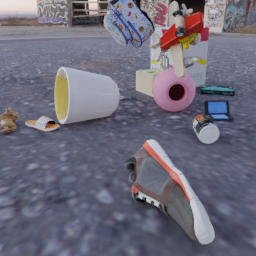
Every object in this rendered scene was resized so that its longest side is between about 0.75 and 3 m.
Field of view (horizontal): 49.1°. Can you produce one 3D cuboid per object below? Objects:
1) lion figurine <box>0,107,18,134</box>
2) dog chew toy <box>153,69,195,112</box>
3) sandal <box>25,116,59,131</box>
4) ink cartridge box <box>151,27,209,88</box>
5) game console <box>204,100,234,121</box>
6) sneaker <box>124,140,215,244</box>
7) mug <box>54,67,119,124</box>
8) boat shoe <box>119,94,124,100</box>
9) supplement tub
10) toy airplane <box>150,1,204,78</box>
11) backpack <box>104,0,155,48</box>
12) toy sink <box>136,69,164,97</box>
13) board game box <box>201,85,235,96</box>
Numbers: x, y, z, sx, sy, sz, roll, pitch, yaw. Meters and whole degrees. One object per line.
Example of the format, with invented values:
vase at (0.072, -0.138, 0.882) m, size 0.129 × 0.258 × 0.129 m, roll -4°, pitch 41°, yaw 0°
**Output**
lion figurine at (-3.964, -0.145, 9.200) m, size 0.885 × 0.524 × 1.446 m, roll -5°, pitch 36°, yaw -32°
dog chew toy at (1.717, -1.620, 11.351) m, size 1.628 × 1.628 × 2.615 m, roll -1°, pitch 16°, yaw -3°
sandal at (-2.912, -0.196, 9.317) m, size 1.332 × 0.382 × 0.510 m, roll 10°, pitch 24°, yaw 23°
ink cartridge box at (2.530, -3.551, 14.162) m, size 2.108 × 2.915 × 2.118 m, roll -14°, pitch 26°, yaw -24°
game console at (3.300, -0.635, 10.170) m, size 0.931 × 0.551 × 0.795 m, roll -1°, pitch 22°, yaw -1°
sneaker at (0.650, 1.290, 5.412) m, size 1.081 × 1.017 × 2.639 m, roll -33°, pitch 31°, yaw 0°
mug at (-1.506, -1.227, 10.058) m, size 1.958 × 1.911 × 2.386 m, roll -3°, pitch 28°, yaw -28°
boat shoe at (-0.539, -1.439, 12.488) m, size 0.821 × 0.263 × 0.302 m, roll 15°, pitch 27°, yaw 31°
supplement tub at (2.327, 0.007, 8.509) m, size 0.634 × 0.634 × 1.035 m, roll 0°, pitch 22°, yaw 0°
toy airplane at (1.609, -2.788, 8.778) m, size 1.369 × 1.941 × 1.932 m, roll 0°, pitch 33°, yaw -24°
backpack at (0.036, -3.581, 9.609) m, size 1.696 × 1.372 × 1.780 m, roll 40°, pitch 3°, yaw -6°
toy sink at (1.385, -2.151, 13.161) m, size 1.233 × 1.060 × 1.892 m, roll -13°, pitch 26°, yaw -28°
board game box at (4.299, -1.825, 13.493) m, size 1.512 × 0.213 × 1.023 m, roll 6°, pitch 23°, yaw 13°
